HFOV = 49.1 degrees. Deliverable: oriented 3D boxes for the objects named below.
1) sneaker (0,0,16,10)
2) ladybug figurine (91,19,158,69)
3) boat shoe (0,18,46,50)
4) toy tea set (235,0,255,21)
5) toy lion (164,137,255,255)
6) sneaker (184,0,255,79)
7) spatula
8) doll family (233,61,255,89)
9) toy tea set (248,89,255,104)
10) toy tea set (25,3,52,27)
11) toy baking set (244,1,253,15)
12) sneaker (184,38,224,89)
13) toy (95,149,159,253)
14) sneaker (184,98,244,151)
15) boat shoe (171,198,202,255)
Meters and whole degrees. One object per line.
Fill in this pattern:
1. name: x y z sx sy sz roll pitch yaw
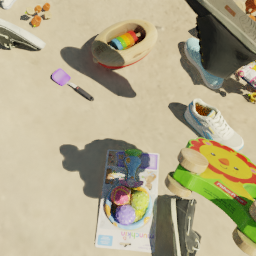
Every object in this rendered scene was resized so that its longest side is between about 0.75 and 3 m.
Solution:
1. sneaker: -4.925 -5.543 11.733 0.463 0.449 1.268 9 62 5
2. ladybug figurine: -0.132 -2.923 10.046 2.602 0.936 1.766 -30 66 -15
3. boat shoe: -4.381 -3.430 10.430 2.717 0.961 0.865 26 98 4
4. toy tea set: 4.594 -4.480 11.157 2.018 0.747 1.200 -19 96 -13
5. toy lion: 1.846 0.925 5.026 2.167 0.744 2.077 38 30 31
6. sneaker: 1.692 -2.153 6.066 2.476 1.315 0.926 45 54 0
7. spatula: -1.877 -1.444 9.690 1.814 0.186 0.513 36 69 17
8. doll family: 4.050 -1.966 9.354 1.491 1.082 2.401 43 55 11
9. toy tea set: 4.767 -1.040 9.281 1.395 0.516 0.829 28 65 14
10. toy tea set: -3.532 -4.540 11.234 1.246 0.461 0.741 -42 102 -39
11. toy baking set: 5.209 -4.924 11.582 0.874 0.132 1.138 0 62 0
12. sneaker: 2.761 -2.517 9.832 0.852 0.944 2.305 -21 64 -12
13. toy: 0.034 1.836 7.672 1.581 0.648 2.746 4 62 3
14. sneaker: 2.640 -0.063 8.581 2.076 0.838 0.794 41 67 18
15. boat shoe: 1.494 2.861 7.029 0.749 0.795 2.215 -1 60 4
